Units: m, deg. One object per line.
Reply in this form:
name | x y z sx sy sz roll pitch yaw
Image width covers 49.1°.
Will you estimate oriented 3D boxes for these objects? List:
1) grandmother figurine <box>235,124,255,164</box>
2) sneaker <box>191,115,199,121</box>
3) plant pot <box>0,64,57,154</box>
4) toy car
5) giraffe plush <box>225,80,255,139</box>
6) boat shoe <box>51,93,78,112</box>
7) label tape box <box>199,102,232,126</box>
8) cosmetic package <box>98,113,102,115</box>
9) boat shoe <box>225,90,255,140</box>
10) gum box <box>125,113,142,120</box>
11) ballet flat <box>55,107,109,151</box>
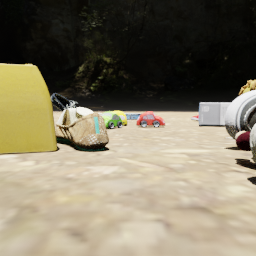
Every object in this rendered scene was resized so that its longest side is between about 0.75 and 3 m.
grandmother figurine | 1.795 0.108 2.885 1.395 0.697 2.301 -11 -6 37
sneaker | 3.600 -0.678 13.152 1.265 0.712 0.451 0 4 1
plant pot | -1.815 -0.320 4.342 1.254 1.282 1.245 -2 5 -21
toy car | -0.213 -0.284 9.038 2.328 0.519 2.191 3 5 36
giraffe plush | 2.708 -0.375 5.682 1.463 1.187 1.263 0 4 -5
boat shoe | -2.330 -0.857 10.872 1.444 0.541 0.446 36 -42 -16
label tape box | 3.828 -0.502 9.892 2.575 0.851 1.845 -1 4 15
cosmetic package | -1.083 -0.339 10.513 0.312 0.434 0.770 -1 6 -27
boat shoe | 2.855 -0.130 4.335 2.743 0.941 0.777 1 4 -16
gum box | -0.103 -0.633 15.273 1.222 0.320 1.438 -2 5 -28
ballet flat | -0.855 -0.037 4.850 0.691 0.640 1.960 -3 5 -32
